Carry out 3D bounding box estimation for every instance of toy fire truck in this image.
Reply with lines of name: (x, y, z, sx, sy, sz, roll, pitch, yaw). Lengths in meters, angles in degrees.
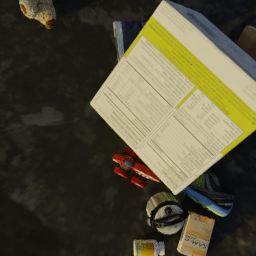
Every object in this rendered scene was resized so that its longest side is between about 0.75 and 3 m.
toy fire truck: (0.232, 1.081, 7.738, 1.374, 1.154, 0.770, 29, 77, -1)

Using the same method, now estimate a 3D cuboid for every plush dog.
plush dog: (-2.793, -3.965, 8.983, 1.290, 1.381, 1.608, -31, 62, -8)

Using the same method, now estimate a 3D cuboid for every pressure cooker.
pressure cooker: (0.998, 2.268, 7.384, 0.945, 1.058, 0.931, 34, 91, -12)

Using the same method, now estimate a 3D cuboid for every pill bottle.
pill bottle: (0.567, 3.267, 7.582, 0.805, 0.447, 0.447, 0, 75, 0)

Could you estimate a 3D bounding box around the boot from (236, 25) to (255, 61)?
boot: (3.628, -1.735, 8.136, 1.638, 1.870, 0.618, 34, 38, 12)

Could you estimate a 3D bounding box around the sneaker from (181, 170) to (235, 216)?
sneaker: (1.949, 1.476, 7.904, 2.359, 0.836, 0.977, 36, 74, 3)

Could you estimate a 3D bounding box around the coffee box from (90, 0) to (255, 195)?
coffee box: (1.491, -0.790, 6.807, 2.924, 2.920, 2.892, 46, 121, 10)

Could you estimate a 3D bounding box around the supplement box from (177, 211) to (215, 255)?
supplement box: (1.861, 2.931, 7.666, 0.702, 0.410, 1.114, 18, 78, 4)

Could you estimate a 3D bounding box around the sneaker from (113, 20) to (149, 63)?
sneaker: (0.503, -2.371, 8.692, 1.757, 0.924, 2.431, -4, 69, -3)
